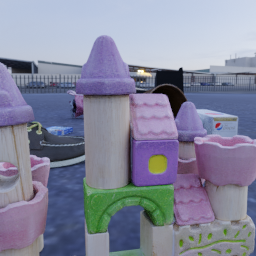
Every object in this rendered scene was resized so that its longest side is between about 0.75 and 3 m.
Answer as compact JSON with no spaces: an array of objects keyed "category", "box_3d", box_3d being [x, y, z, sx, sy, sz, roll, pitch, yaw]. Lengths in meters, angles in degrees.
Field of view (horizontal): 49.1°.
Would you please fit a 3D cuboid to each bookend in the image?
[{"category":"bookend","box_3d":[1.037,-1.212,10.707,2.084,2.070,0.960,1,-21,1]}]

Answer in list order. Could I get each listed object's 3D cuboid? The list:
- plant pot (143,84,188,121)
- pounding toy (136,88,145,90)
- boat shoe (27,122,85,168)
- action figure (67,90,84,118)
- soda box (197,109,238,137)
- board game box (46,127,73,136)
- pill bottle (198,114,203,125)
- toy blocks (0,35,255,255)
[{"category":"plant pot","box_3d":[0.592,-0.317,8.008,1.621,1.621,1.735,-6,2,-34]},{"category":"pounding toy","box_3d":[1.173,-1.380,15.308,2.182,1.312,2.827,11,9,2]},{"category":"boat shoe","box_3d":[-2.174,0.300,5.676,2.884,0.868,1.028,-2,9,-11]},{"category":"action figure","box_3d":[-1.711,-1.194,13.339,2.197,1.636,1.471,-18,9,-19]},{"category":"soda box","box_3d":[2.563,-0.139,8.916,0.788,0.737,2.314,-1,10,-7]},{"category":"board game box","box_3d":[-2.354,0.094,9.245,0.789,0.172,0.793,2,9,16]},{"category":"pill bottle","box_3d":[1.639,-0.214,8.881,0.886,0.886,1.568,-2,10,-15]},{"category":"toy blocks","box_3d":[0.018,0.345,1.889,2.179,1.962,2.331,-1,9,-12]}]
